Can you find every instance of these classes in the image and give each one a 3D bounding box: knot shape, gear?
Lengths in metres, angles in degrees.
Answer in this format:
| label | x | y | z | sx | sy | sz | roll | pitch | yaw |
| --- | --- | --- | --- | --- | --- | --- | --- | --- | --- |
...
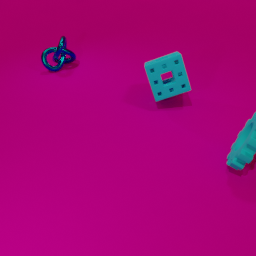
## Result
| label | x | y | z | sx | sy | sz | roll | pitch | yaw |
| --- | --- | --- | --- | --- | --- | --- | --- | --- | --- |
| knot shape | -2.883 | -2.934 | 11.472 | 1.397 | 1.493 | 0.690 | -41 | 68 | -18 |
| gear | 2.923 | 0.280 | 6.761 | 0.285 | 1.540 | 1.540 | 30 | 43 | 10 |

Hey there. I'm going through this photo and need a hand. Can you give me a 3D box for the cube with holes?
| label | x | y | z | sx | sy | sz | roll | pitch | yaw |
| --- | --- | --- | --- | --- | --- | --- | --- | --- | --- |
| cube with holes | 1.279 | -1.715 | 9.206 | 1.162 | 1.162 | 1.162 | -17 | 17 | 10 |
